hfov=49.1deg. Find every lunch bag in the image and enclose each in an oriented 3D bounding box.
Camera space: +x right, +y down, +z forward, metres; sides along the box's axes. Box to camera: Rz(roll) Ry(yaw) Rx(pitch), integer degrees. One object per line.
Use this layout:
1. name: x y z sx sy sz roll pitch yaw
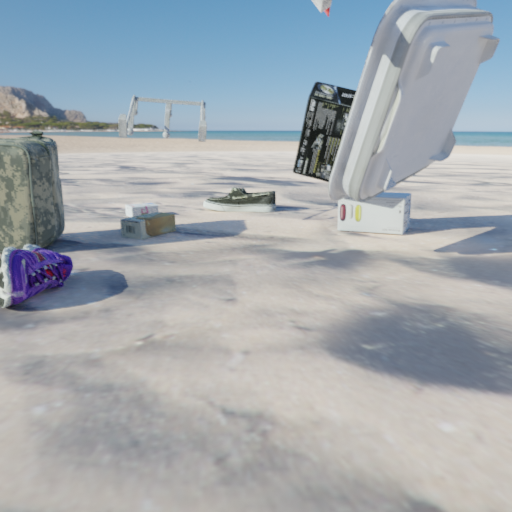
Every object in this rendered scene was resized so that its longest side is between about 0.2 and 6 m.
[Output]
1. lunch bag: -4.893 -1.335 11.783 1.663 2.387 2.002 4 18 9

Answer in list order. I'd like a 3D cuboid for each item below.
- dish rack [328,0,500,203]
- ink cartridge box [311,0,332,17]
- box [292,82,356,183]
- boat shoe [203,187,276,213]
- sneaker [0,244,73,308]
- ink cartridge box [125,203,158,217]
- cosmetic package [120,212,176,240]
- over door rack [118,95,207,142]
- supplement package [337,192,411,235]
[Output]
1. dish rack: 3.029 -2.757 10.140 0.908 3.579 4.171 33 38 25
2. ink cartridge box: 0.702 -3.648 7.524 0.188 0.842 0.742 -35 -3 1
3. box: 1.761 -2.580 12.104 1.557 1.902 0.819 15 42 7
4. boat shoe: -0.489 -1.697 16.697 2.188 0.697 0.774 2 14 6
5. sneaker: -3.330 0.225 8.590 0.860 0.832 2.062 5 13 -4
6. ink cartridge box: -3.216 -1.276 15.736 0.785 0.332 0.567 -7 15 -31
7. cosmetic package: -2.529 -0.719 13.190 0.655 0.442 1.244 8 15 29
8. over door rack: -2.180 -3.163 13.472 1.956 0.882 2.647 2 27 -6
9. supplement package: 2.910 -1.086 13.751 1.585 0.879 1.235 4 14 22
